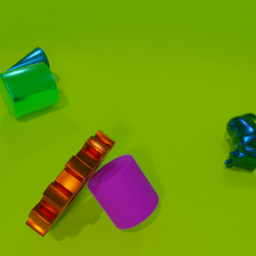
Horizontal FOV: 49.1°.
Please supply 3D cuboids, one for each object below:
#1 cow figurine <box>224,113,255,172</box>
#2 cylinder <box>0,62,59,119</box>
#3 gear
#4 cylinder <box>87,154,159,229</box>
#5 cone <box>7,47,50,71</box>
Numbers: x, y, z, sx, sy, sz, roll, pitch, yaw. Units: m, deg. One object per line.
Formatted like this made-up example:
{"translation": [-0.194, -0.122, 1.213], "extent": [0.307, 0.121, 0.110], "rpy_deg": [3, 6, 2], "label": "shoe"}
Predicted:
{"translation": [2.559, 0.284, 6.260], "extent": [1.397, 0.780, 1.420], "rpy_deg": [-8, 45, -20], "label": "cow figurine"}
{"translation": [-2.713, -1.032, 7.624], "extent": [1.240, 1.240, 1.240], "rpy_deg": [-25, 43, -29], "label": "cylinder"}
{"translation": [-0.891, 0.876, 4.611], "extent": [0.342, 1.847, 1.847], "rpy_deg": [37, 44, 2], "label": "gear"}
{"translation": [-0.078, 1.056, 4.725], "extent": [0.897, 0.897, 0.897], "rpy_deg": [-32, 11, 7], "label": "cylinder"}
{"translation": [-3.224, -1.873, 8.729], "extent": [1.144, 1.140, 1.140], "rpy_deg": [-22, 41, -39], "label": "cone"}
